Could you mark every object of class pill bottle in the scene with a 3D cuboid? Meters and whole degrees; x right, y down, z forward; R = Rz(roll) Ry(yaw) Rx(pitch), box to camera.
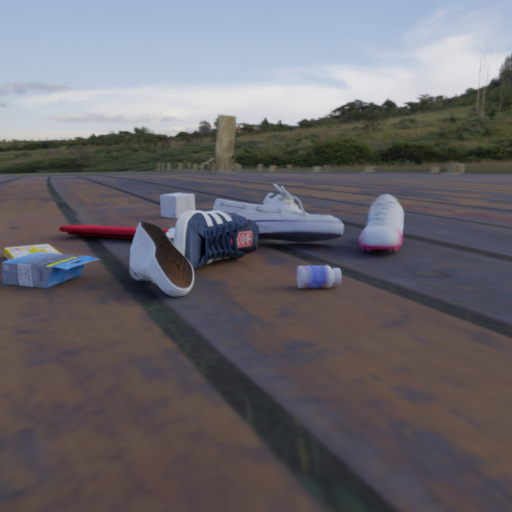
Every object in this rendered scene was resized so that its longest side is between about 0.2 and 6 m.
[{"bbox_3d":[0.961,0.325,8.567,0.630,0.353,0.353,0,11,-5],"label":"pill bottle"}]

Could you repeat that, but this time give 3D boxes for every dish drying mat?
[{"bbox_3d":[-3.167,-0.551,13.177,2.727,0.248,1.047,3,6,17],"label":"dish drying mat"}]

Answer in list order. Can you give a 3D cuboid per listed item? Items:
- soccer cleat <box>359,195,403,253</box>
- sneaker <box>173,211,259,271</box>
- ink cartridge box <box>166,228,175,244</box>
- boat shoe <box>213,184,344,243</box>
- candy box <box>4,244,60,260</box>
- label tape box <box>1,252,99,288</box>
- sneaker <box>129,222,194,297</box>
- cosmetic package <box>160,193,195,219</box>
[{"bbox_3d":[2.680,-0.732,11.979,0.891,1.101,2.551,0,10,16],"label":"soccer cleat"},{"bbox_3d":[-0.623,-0.324,10.224,1.174,1.042,2.779,8,16,12],"label":"sneaker"},{"bbox_3d":[-1.450,-0.276,11.413,0.751,0.439,1.294,0,11,-1],"label":"ink cartridge box"},{"bbox_3d":[0.454,-1.011,12.404,2.983,1.272,1.102,2,-10,17],"label":"boat shoe"},{"bbox_3d":[-4.161,0.017,10.487,0.845,0.218,1.654,-9,14,-29],"label":"candy box"},{"bbox_3d":[-3.261,0.233,8.949,1.221,0.404,0.875,6,13,18],"label":"label tape box"},{"bbox_3d":[-1.523,0.234,8.722,0.677,0.787,1.859,17,20,-34],"label":"sneaker"},{"bbox_3d":[-2.427,-1.560,17.340,0.700,0.696,0.837,8,15,36],"label":"cosmetic package"}]
